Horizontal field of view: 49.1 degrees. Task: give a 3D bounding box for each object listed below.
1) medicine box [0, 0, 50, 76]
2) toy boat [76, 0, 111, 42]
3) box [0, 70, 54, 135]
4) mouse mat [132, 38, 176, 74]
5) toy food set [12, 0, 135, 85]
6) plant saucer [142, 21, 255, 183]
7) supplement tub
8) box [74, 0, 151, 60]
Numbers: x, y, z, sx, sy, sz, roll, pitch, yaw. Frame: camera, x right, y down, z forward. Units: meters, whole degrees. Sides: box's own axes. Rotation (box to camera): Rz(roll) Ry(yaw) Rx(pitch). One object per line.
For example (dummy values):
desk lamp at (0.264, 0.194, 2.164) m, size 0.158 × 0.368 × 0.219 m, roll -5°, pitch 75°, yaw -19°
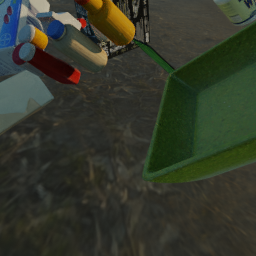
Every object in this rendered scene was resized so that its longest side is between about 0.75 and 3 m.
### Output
medicine box at (-2.680, -2.012, 5.856) m, size 1.758 × 0.905 × 1.601 m, roll -5°, pitch 73°, yaw 18°
toy boat at (-0.960, -2.847, 7.363) m, size 0.721 × 1.304 × 1.552 m, roll 6°, pitch 31°, yaw 43°
box at (-2.500, -0.290, 5.289) m, size 0.960 × 0.786 × 2.023 m, roll -23°, pitch 16°, yaw 44°
mouse mat at (0.857, -1.319, 6.094) m, size 1.910 × 0.072 × 1.537 m, roll 34°, pitch 11°, yaw -26°
toy food set at (-1.032, -1.209, 3.760) m, size 2.032 × 0.970 × 0.914 m, roll 12°, pitch -8°, yaw 34°
plant saucer at (1.692, -0.538, 3.675) m, size 2.814 × 0.674 × 2.810 m, roll -29°, pitch 24°, yaw 32°
supplement tub at (2.639, -3.195, 6.821) m, size 1.217 × 0.883 × 0.883 m, roll 32°, pitch 20°, yaw -30°
box at (-0.492, -3.985, 9.457) m, size 2.258 × 2.758 × 1.188 m, roll -29°, pitch 45°, yaw -23°
